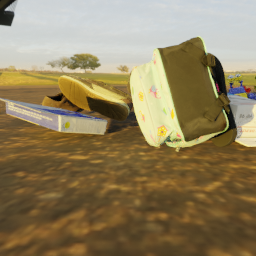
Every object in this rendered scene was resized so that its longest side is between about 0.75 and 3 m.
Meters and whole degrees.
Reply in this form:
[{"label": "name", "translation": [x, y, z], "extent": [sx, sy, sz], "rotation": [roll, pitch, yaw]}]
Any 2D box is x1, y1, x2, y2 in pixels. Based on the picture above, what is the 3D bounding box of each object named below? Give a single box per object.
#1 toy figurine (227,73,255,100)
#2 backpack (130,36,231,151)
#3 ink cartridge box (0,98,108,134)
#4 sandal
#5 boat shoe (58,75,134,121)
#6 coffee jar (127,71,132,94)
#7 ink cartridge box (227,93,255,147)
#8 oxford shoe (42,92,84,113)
[{"label": "toy figurine", "translation": [3.534, -0.799, 8.446], "extent": [2.304, 1.380, 1.215], "rotation": [-7, -21, 26]}, {"label": "backpack", "translation": [0.871, -0.455, 5.236], "extent": [1.511, 1.733, 1.972], "rotation": [-19, -10, 5]}, {"label": "ink cartridge box", "translation": [-1.899, -0.271, 6.680], "extent": [2.030, 0.483, 2.055], "rotation": [16, 7, 35]}, {"label": "sandal", "translation": [1.688, -0.719, 5.975], "extent": [0.521, 2.312, 0.868], "rotation": [3, -28, -23]}, {"label": "boat shoe", "translation": [-1.059, -1.116, 9.403], "extent": [2.773, 1.015, 0.899], "rotation": [28, 48, 15]}, {"label": "coffee jar", "translation": [0.748, -1.436, 8.582], "extent": [0.739, 0.903, 1.732], "rotation": [21, -10, -41]}, {"label": "ink cartridge box", "translation": [2.515, -0.291, 6.492], "extent": [1.282, 0.739, 2.214], "rotation": [0, 17, -22]}, {"label": "oxford shoe", "translation": [-2.241, -0.904, 10.173], "extent": [0.648, 0.753, 1.785], "rotation": [34, 25, 35]}]
